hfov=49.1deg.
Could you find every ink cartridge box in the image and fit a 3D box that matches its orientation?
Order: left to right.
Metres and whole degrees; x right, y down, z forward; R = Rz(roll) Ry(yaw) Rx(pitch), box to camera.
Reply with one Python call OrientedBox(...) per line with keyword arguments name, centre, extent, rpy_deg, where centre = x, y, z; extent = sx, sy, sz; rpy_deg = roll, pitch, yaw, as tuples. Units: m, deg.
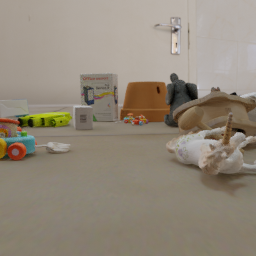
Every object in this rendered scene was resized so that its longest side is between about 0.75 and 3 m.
OrientedBox(name="ink cartridge box", centre=(-5.647, -0.702, 12.872), extent=(1.299, 0.748, 2.243), rpy_deg=(-12, -1, -44))
OrientedBox(name="ink cartridge box", centre=(-1.501, -1.623, 14.808), extent=(1.810, 2.491, 1.090), rpy_deg=(2, 6, 14))

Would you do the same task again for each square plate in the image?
OrientedBox(name="square plate", centre=(4.119, -0.425, 8.415), extent=(2.565, 0.368, 2.589), rpy_deg=(21, -4, -7))

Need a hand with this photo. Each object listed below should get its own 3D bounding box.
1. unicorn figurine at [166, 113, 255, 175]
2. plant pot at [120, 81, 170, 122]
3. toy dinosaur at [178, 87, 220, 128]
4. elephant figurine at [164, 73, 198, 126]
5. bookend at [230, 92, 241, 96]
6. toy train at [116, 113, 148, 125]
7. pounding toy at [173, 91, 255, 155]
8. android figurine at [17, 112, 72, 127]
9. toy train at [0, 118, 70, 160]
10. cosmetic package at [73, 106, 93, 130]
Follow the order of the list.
OrientedBox(name="unicorn figurine", centre=(1.532, 0.375, 4.769), extent=(1.700, 0.914, 2.476), rpy_deg=(-8, -7, -27))
OrientedBox(name="plant pot", centre=(1.011, -1.465, 15.397), extent=(2.968, 2.078, 2.968), rpy_deg=(0, 5, 0))
OrientedBox(name="toy dinosaur", centre=(2.749, -0.506, 10.621), extent=(1.422, 2.098, 0.900), rpy_deg=(3, 43, -26))
OrientedBox(name="elephant figurine", centre=(2.213, -1.359, 12.098), extent=(1.717, 2.426, 1.882), rpy_deg=(-7, 1, -40))
OrientedBox(name="bookend", centre=(4.039, -0.858, 10.629), extent=(0.618, 1.341, 1.333), rpy_deg=(-24, -34, 27))
OrientedBox(name="toy train", centre=(0.236, -0.425, 13.250), extent=(1.668, 0.464, 1.253), rpy_deg=(7, 9, 44))
OrientedBox(name="pounding toy", centre=(2.118, 0.152, 6.958), extent=(2.761, 1.584, 1.579), rpy_deg=(7, -26, -32))
OrientedBox(name="android figurine", centre=(-3.624, -0.382, 12.649), extent=(2.210, 0.499, 2.428), rpy_deg=(3, 9, 33))
OrientedBox(name="toy train", centre=(-2.901, 0.103, 6.756), extent=(2.952, 0.821, 2.217), rpy_deg=(4, 8, 37))
OrientedBox(name="cosmetic package", centre=(-1.879, -0.456, 11.490), extent=(0.721, 0.914, 1.699), rpy_deg=(-2, 8, -12))
